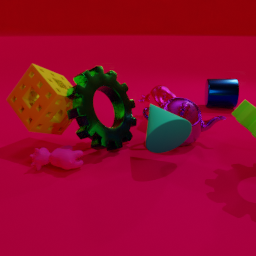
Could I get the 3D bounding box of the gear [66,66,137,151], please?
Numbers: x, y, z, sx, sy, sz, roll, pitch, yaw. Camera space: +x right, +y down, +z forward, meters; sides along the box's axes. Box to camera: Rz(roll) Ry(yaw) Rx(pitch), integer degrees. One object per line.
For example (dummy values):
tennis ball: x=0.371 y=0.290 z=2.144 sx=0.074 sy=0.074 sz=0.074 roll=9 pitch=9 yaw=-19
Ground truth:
gear: x=-0.546 y=-0.447 z=6.535 sx=0.356 sy=1.924 sz=1.924 roll=-15 pitch=7 yaw=39

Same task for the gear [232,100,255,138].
gear: x=2.761 y=0.254 z=5.048 sx=1.923 sy=0.356 sz=1.923 roll=34 pitch=19 yaw=-14

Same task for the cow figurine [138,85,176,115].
cow figurine: x=0.889 y=-0.832 z=8.544 sx=0.855 sy=1.558 sz=1.533 roll=-23 pitch=56 yaw=-9

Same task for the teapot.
teapot: x=1.332 y=-0.220 z=6.876 sx=2.004 sy=0.981 sz=1.246 roll=9 pitch=53 yaw=-4

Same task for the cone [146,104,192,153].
cone: x=0.668 y=-0.177 z=5.986 sx=1.015 sy=1.015 sz=1.019 roll=-8 pitch=49 yaw=-20

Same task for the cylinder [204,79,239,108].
cylinder: x=3.309 y=-1.241 z=9.967 sx=1.024 sy=1.024 sz=1.024 roll=1 pitch=20 yaw=8

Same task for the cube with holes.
cube with holes: x=-1.900 y=-0.626 z=6.616 sx=1.081 sy=1.081 sz=1.081 roll=47 pitch=15 yaw=22

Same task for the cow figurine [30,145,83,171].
cow figurine: x=-1.471 y=0.627 z=5.719 sx=0.877 sy=0.489 sz=0.891 roll=-12 pitch=18 yaw=-41
